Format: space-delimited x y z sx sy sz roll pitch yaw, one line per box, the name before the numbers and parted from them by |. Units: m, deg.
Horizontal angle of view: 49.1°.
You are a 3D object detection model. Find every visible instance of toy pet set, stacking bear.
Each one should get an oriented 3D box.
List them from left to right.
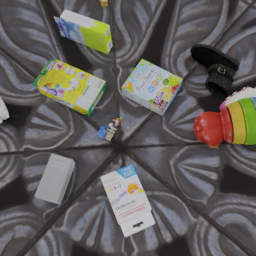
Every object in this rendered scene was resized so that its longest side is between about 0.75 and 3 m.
toy pet set | -0.647 -0.069 9.861 0.509 0.959 0.895 28 109 -3
stacking bear | 3.735 -0.115 9.439 2.990 1.816 1.701 -9 100 10

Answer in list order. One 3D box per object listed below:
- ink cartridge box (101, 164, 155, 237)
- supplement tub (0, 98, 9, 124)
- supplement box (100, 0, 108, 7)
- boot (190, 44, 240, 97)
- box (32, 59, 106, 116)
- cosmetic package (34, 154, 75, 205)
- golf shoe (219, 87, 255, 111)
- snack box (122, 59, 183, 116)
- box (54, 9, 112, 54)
ink cartridge box | 0.011 2.299 8.927 1.128 0.665 1.959 -22 69 -9
supplement tub | -5.146 -0.478 9.832 1.541 1.117 1.117 -25 69 -10
supplement box | -1.150 -5.842 12.544 0.299 0.289 0.870 -14 68 -8
boot | 3.152 -2.233 10.752 2.103 0.791 1.572 26 70 10
box | -2.228 -1.582 10.607 2.462 0.595 1.445 26 70 8
cosmetic package | -2.368 1.681 9.210 0.795 0.671 1.488 16 71 6
golf shoe | 4.543 -0.954 10.192 2.420 0.912 1.108 -22 72 -8
snack box | 0.901 -1.548 10.570 1.804 0.610 1.521 29 71 13
box | -1.735 -3.837 11.133 2.174 1.326 0.518 23 74 9
